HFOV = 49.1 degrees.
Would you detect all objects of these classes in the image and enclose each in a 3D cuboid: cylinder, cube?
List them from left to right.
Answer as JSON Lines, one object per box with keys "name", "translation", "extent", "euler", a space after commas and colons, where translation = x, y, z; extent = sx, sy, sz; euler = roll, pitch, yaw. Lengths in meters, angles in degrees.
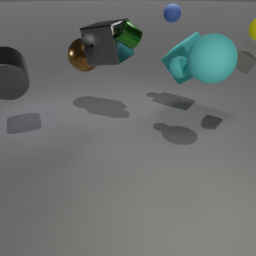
{"name": "cylinder", "translation": [-4.251, -1.920, 9.821], "extent": [1.400, 1.400, 1.400], "euler": [-10, 43, -19]}
{"name": "cube", "translation": [-0.750, -3.243, 10.604], "extent": [1.400, 1.400, 1.400], "euler": [4, 30, 27]}
{"name": "cylinder", "translation": [0.008, -3.143, 9.440], "extent": [0.700, 0.700, 0.700], "euler": [24, 15, -31]}
{"name": "cube", "translation": [2.596, -3.003, 12.139], "extent": [1.400, 1.400, 1.400], "euler": [-46, 13, -34]}
{"name": "cube", "translation": [4.045, -2.416, 9.537], "extent": [0.700, 0.700, 0.700], "euler": [37, 65, 14]}

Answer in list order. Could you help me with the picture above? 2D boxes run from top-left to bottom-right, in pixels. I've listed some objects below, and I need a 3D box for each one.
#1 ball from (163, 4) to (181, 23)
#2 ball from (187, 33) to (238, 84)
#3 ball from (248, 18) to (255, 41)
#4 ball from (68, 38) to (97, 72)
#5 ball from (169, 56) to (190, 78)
{"name": "ball", "translation": [1.769, -4.581, 11.184], "extent": [0.700, 0.700, 0.700], "euler": [0, 28, 0]}
{"name": "ball", "translation": [2.408, -1.987, 8.071], "extent": [1.400, 1.400, 1.400], "euler": [0, 28, 0]}
{"name": "ball", "translation": [3.870, -2.877, 8.111], "extent": [0.700, 0.700, 0.700], "euler": [0, 28, 0]}
{"name": "ball", "translation": [-1.832, -3.075, 11.789], "extent": [1.400, 1.400, 1.400], "euler": [0, 28, 0]}
{"name": "ball", "translation": [1.689, -1.983, 9.141], "extent": [0.700, 0.700, 0.700], "euler": [0, 28, 0]}
